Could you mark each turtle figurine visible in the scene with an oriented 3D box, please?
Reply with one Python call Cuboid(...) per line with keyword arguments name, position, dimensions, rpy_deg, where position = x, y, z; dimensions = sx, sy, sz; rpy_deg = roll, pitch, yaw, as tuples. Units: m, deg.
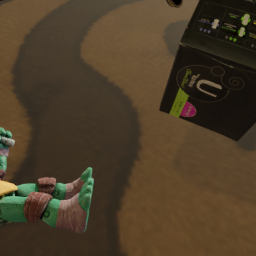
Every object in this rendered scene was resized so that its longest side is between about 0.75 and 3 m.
Cuboid(name="turtle figurine", position=(-1.014, 0.406, 2.007), dimensions=(1.483, 0.746, 1.110), rpy_deg=(11, 19, -10))

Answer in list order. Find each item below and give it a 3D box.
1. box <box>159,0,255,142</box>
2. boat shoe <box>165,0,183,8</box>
Cuboid(name="box", position=(1.791, -1.424, 4.809), dimensions=(1.567, 1.872, 2.520), rpy_deg=(22, 65, 8))
Cuboid(name="boat shoe", position=(1.104, -4.297, 7.850), dimensions=(0.672, 1.871, 0.557), rpy_deg=(-26, 33, 3))
